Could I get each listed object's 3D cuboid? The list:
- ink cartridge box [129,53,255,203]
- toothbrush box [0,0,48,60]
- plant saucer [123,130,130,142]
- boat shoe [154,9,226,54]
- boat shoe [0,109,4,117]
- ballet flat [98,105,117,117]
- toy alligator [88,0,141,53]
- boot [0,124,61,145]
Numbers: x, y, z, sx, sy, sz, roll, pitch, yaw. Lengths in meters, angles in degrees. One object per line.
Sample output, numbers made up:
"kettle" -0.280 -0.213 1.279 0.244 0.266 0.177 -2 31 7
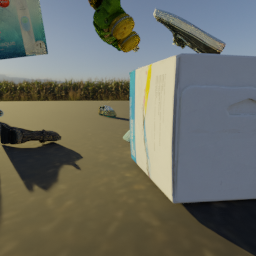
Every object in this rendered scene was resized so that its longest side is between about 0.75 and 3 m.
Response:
"ink cartridge box" 0.914 -0.094 3.567 1.452 1.427 1.973 -1 7 -11
"toothbrush box" -2.808 -2.753 6.222 1.659 2.267 0.967 -11 48 -16
"plant saucer" 1.130 0.022 6.743 2.525 0.486 2.525 0 6 0
"boat shoe" 1.594 -2.590 7.881 2.236 0.712 0.790 35 29 10
"boat shoe" -5.812 -0.615 10.830 0.677 0.762 2.072 -1 7 27
"ballet flat" -1.037 -0.836 13.615 0.580 0.580 1.640 -3 8 -27
"toy alligator" -0.247 -2.045 6.079 0.702 0.968 2.921 -36 -10 5
"boot" -2.156 0.170 6.159 1.032 0.410 1.186 1 9 -45
